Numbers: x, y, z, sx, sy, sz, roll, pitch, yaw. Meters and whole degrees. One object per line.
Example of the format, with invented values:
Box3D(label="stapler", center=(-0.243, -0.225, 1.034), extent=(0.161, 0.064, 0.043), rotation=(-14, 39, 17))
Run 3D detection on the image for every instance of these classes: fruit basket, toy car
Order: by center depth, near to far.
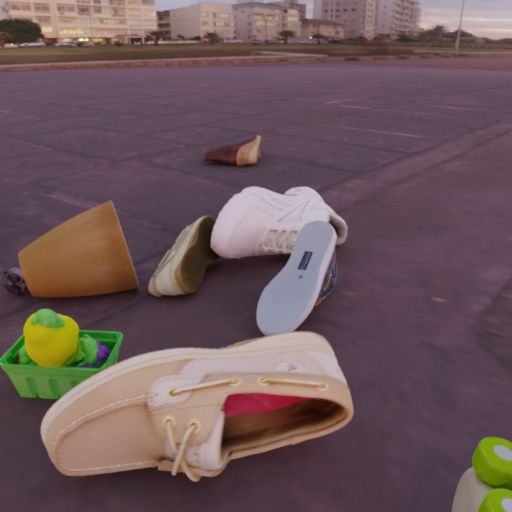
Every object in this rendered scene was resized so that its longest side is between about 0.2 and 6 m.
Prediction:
Box3D(label="toy car", center=(1.872, 1.911, 3.554), extent=(1.179, 0.968, 0.930), rotation=(16, 26, 11))
Box3D(label="fruit basket", center=(-1.983, 0.908, 5.656), extent=(1.156, 1.156, 0.834), rotation=(2, 23, 5))

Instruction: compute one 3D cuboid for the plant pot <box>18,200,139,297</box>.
Box3D(label="plant pot", center=(-2.463, 0.035, 7.704), extent=(1.381, 1.287, 1.287), rotation=(-17, 27, -14))

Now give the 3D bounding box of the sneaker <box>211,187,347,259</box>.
Box3D(label="sneaker", center=(0.506, -0.424, 8.771), extent=(2.676, 1.043, 1.330), rotation=(-18, 42, -42))

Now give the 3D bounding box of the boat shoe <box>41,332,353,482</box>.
Box3D(label="boat shoe", center=(-0.416, 1.304, 4.530), extent=(2.550, 0.940, 0.882), rotation=(-14, 33, -12))

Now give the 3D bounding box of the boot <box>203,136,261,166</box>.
Box3D(label="boot", center=(-0.628, -2.916, 15.265), extent=(1.451, 0.631, 1.744), rotation=(4, 26, 5))

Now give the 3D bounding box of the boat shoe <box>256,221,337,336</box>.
Box3D(label="boat shoe", center=(0.642, 0.469, 7.350), extent=(0.663, 0.851, 1.874), rotation=(12, 53, 27))

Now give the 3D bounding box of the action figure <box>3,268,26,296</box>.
Box3D(label="action figure", center=(-3.228, 0.198, 8.083), extent=(0.304, 0.570, 0.877), rotation=(37, 34, 4))

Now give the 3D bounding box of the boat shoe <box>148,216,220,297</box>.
Box3D(label="boat shoe", center=(-1.012, -0.019, 8.367), extent=(0.605, 0.702, 1.924), rotation=(-15, 27, 20))
